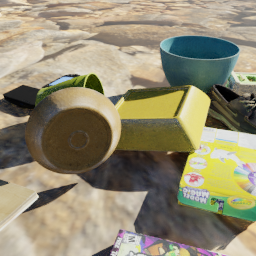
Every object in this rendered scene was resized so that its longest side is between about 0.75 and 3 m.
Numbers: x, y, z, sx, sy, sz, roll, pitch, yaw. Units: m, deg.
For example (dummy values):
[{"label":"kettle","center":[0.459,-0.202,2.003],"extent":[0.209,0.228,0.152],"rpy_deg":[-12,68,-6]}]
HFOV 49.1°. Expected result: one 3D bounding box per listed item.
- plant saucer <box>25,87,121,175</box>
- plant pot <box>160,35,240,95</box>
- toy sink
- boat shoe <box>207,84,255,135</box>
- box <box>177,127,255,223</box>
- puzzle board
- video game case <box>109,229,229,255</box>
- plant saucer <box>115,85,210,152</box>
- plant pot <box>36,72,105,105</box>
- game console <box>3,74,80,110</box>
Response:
[{"label":"plant saucer","center":[-0.944,0.169,5.195],"extent":[1.814,1.814,0.321],"rpy_deg":[-11,28,-16]},{"label":"plant pot","center":[2.122,-1.791,8.757],"extent":[2.333,1.571,2.333],"rpy_deg":[0,33,0]},{"label":"toy sink","center":[3.451,-1.205,8.557],"extent":[1.446,0.810,0.942],"rpy_deg":[3,33,4]},{"label":"boat shoe","center":[2.967,-0.454,7.327],"extent":[0.905,0.891,2.431],"rpy_deg":[-22,39,-30]},{"label":"box","center":[1.864,0.876,5.567],"extent":[1.408,0.580,2.399],"rpy_deg":[10,32,19]},{"label":"puzzle board","center":[-3.234,1.479,4.464],"extent":[2.994,0.261,2.256],"rpy_deg":[6,32,32]},{"label":"video game case","center":[0.440,2.352,3.517],"extent":[1.795,0.355,1.980],"rpy_deg":[9,34,14]},{"label":"plant saucer","center":[0.604,-0.402,7.016],"extent":[2.575,0.624,2.575],"rpy_deg":[0,30,23]},{"label":"plant pot","center":[-1.500,-0.600,7.236],"extent":[1.456,1.512,1.512],"rpy_deg":[-3,32,16]},{"label":"game console","center":[-2.624,-1.307,9.184],"extent":[1.510,0.309,2.560],"rpy_deg":[17,36,24]}]
